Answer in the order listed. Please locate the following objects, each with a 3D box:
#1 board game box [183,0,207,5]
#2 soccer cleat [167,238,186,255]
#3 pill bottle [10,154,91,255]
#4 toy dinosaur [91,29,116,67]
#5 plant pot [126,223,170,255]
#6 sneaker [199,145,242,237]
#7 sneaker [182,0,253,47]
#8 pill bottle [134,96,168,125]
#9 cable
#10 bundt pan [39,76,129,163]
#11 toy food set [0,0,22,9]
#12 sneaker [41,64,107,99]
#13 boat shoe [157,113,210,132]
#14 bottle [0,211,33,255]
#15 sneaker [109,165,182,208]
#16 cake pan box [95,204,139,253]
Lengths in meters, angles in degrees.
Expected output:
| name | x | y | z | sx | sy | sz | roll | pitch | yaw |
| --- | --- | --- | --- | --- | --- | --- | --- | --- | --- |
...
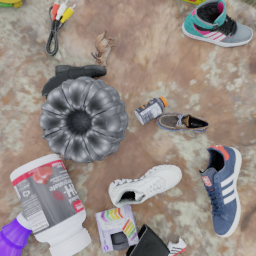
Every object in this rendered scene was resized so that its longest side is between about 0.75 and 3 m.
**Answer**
| name | x | y | z | sx | sy | sz | roll | pitch | yaw |
| --- | --- | --- | --- | --- | --- | --- | --- | --- | --- |
| board game box | 2.338 | -5.222 | 10.245 | 2.102 | 0.501 | 1.068 | 18 | 82 | 3 |
| soccer cleat | 1.318 | 3.920 | 8.937 | 1.130 | 0.388 | 0.481 | -25 | 71 | -4 |
| pill bottle | -2.267 | 2.393 | 8.525 | 1.602 | 1.602 | 2.894 | -27 | 82 | -4 |
| toy dinosaur | -0.953 | -2.868 | 9.896 | 0.919 | 0.582 | 1.356 | -26 | 65 | 26 |
| plant pot | 0.630 | 3.679 | 8.415 | 0.975 | 1.099 | 1.096 | 34 | 80 | 5 |
| sneaker | 2.733 | 1.862 | 8.685 | 1.179 | 1.046 | 2.789 | 17 | 68 | -22 |
| sneaker | 3.200 | -3.596 | 9.488 | 2.485 | 1.501 | 1.039 | 9 | 81 | 1 |
| pill bottle | 0.817 | -0.636 | 9.507 | 1.100 | 0.584 | 0.584 | -33 | 83 | -5 |
| cable | -2.616 | -3.613 | 9.889 | 0.979 | 0.507 | 2.016 | 23 | 86 | 8 |
| bundt pan | -1.465 | -0.197 | 8.813 | 2.928 | 1.099 | 2.928 | 1 | 96 | 5 |
| toy food set | -4.591 | -4.750 | 10.202 | 1.776 | 0.580 | 1.045 | 13 | 57 | 0 |
| sneaker | -1.831 | -1.552 | 9.641 | 2.190 | 0.658 | 1.142 | 2 | 81 | 5 |
| boat shoe | 1.872 | -0.233 | 9.414 | 1.766 | 0.639 | 0.638 | 3 | 81 | 0 |
| bottle | -3.959 | 3.889 | 8.652 | 1.156 | 0.903 | 2.767 | 37 | 83 | 7 |
| sneaker | 0.595 | 1.894 | 8.837 | 2.433 | 0.986 | 0.914 | -20 | 100 | -1 |
| cake pan box | -0.340 | 3.219 | 8.935 | 1.183 | 0.336 | 1.284 | -14 | 70 | 1 |
